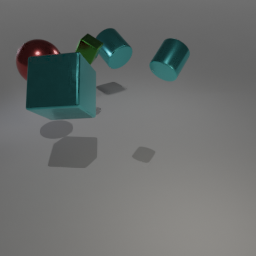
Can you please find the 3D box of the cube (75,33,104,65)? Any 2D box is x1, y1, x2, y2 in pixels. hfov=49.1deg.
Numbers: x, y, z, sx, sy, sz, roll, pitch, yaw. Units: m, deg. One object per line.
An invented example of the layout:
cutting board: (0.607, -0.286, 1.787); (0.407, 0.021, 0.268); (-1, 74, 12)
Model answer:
cube: (-1.429, -2.887, 10.241); (0.700, 0.700, 0.700); (31, 38, -6)

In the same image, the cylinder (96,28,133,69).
cylinder: (-0.726, -3.837, 13.567); (1.400, 1.400, 1.400); (-22, 64, -33)

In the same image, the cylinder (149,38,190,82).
cylinder: (0.948, -1.544, 6.383); (0.700, 0.700, 0.700); (21, 71, 32)

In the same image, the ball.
ball: (-2.728, -2.024, 8.688); (1.400, 1.400, 1.400); (0, 30, 0)

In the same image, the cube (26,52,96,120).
cube: (-1.723, -1.050, 7.514); (1.400, 1.400, 1.400); (-3, -10, 11)
